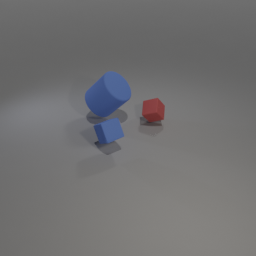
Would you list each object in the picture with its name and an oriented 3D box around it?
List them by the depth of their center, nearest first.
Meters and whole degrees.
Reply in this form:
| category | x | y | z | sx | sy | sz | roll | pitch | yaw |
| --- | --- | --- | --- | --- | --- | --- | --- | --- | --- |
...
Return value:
| category | x | y | z | sx | sy | sz | roll | pitch | yaw |
| --- | --- | --- | --- | --- | --- | --- | --- | --- | --- |
| cube | -0.672 | 0.102 | 9.780 | 0.700 | 0.700 | 0.700 | -22 | 7 | -28 |
| cylinder | -0.825 | -1.371 | 11.521 | 1.400 | 1.400 | 1.400 | -34 | 6 | 39 |
| cube | 1.068 | -0.741 | 11.700 | 0.700 | 0.700 | 0.700 | -10 | 61 | 31 |
